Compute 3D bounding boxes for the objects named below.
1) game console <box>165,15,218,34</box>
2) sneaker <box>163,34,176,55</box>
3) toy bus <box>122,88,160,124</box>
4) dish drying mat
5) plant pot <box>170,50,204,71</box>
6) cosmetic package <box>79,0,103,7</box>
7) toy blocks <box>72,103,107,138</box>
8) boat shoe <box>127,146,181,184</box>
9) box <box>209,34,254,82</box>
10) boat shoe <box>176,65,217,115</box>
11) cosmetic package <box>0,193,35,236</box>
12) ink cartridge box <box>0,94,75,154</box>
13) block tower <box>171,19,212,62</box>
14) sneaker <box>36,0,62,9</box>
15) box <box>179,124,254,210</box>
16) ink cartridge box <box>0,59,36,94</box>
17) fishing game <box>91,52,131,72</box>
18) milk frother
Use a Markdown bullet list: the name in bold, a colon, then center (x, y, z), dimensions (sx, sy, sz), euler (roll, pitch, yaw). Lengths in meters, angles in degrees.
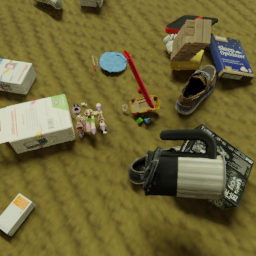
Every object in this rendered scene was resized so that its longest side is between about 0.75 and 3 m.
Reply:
- **game console**: center (3.051, -4.959, 13.570), dimensions (1.926, 0.338, 2.177), euler (22, 47, 31)
- **sneaker**: center (2.775, -3.970, 13.293), dimensions (2.165, 0.813, 0.877), euler (-10, 80, -10)
- **toy bus**: center (0.633, -0.914, 11.347), dimensions (1.322, 1.247, 0.683), euler (40, 23, 21)
- **dish drying mat**: center (0.353, -1.466, 8.620), dimensions (0.173, 1.902, 0.730), euler (-26, 37, 4)
- **plant pot**: center (2.620, -3.105, 12.298), dimensions (1.227, 1.305, 1.305), euler (17, 60, 15)
- **cosmetic package**: center (-1.926, -7.542, 15.140), dimensions (1.225, 1.224, 1.485), euler (7, 57, 5)
- **toy blocks**: center (-1.420, -0.183, 10.564), dimensions (1.166, 1.248, 1.051), euler (-9, 53, -5)
- **boat shoe**: center (1.354, 1.211, 9.940), dimensions (2.858, 0.814, 0.955), euler (-18, 57, -11)
- **box**: center (4.553, -3.348, 12.684), dimensions (1.629, 0.436, 2.690), euler (4, 58, -19)
- **boat shoe**: center (3.008, -1.795, 11.688), dimensions (1.033, 1.035, 2.860), euler (28, 62, 16)
- **cosmetic package**: center (-3.692, 2.830, 9.187), dimensions (0.598, 0.420, 1.179), euler (27, 63, 16)
- **ink cartridge box**: center (-3.604, -0.106, 10.684), dimensions (2.843, 0.957, 1.665), euler (-13, 59, -8)
- **block tower**: center (2.089, -2.948, 9.717), dimensions (0.744, 2.753, 0.796), euler (4, 90, -2)
- **sneaker**: center (-4.465, -7.153, 15.134), dimensions (1.195, 1.049, 2.983), euler (-31, 57, -8)
- **box**: center (2.805, 1.308, 9.415), dimensions (2.263, 0.975, 1.853), euler (34, 62, -3)
- **ink cartridge box**: center (-5.080, -2.255, 12.146), dimensions (1.758, 0.744, 1.270), euler (10, 58, 5)
- **fishing game**: center (-0.702, -3.020, 12.916), dimensions (1.876, 0.292, 1.343), euler (-8, 58, -14)
- **milk frother**: center (1.372, 1.136, 6.854), dimensions (1.984, 1.904, 2.110), euler (2, 25, 9)
